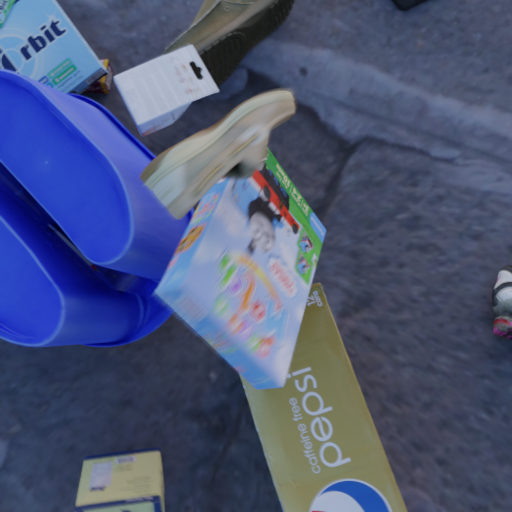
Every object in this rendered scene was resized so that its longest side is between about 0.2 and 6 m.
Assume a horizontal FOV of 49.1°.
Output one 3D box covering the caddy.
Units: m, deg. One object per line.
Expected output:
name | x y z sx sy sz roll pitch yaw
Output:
caddy | -2.721 -0.590 7.790 4.120 2.162 2.912 45 99 14

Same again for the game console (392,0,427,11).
game console | 2.918 -5.327 9.997 1.428 0.831 1.256 -29 74 -9

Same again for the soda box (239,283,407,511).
soda box | 0.845 2.605 7.053 1.362 1.441 4.254 -18 73 -6

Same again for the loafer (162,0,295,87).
loafer | -0.579 -3.812 9.402 1.023 1.153 3.033 40 66 13

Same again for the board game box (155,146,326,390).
board game box | -0.013 0.004 6.128 0.420 1.737 2.297 -12 42 36

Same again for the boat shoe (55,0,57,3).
boat shoe | -4.156 -3.825 9.657 0.595 0.647 1.811 35 87 40

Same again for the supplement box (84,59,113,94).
supplement box | -2.850 -3.050 9.484 0.715 0.369 0.468 5 74 1

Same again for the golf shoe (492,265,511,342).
golf shoe | 4.690 0.712 7.958 2.531 0.919 1.165 7 72 2

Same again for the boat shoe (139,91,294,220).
boat shoe | -0.212 -0.939 5.104 1.783 0.643 0.579 -39 93 -33

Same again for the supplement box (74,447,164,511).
supplement box | -1.632 2.973 6.857 0.980 0.979 0.658 -5 109 -8

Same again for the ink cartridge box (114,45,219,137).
ink cartridge box | -1.288 -2.396 8.065 1.257 0.315 1.019 -24 67 -9

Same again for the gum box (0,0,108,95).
gum box | -3.611 -3.277 9.025 1.586 0.416 1.866 -36 92 3
